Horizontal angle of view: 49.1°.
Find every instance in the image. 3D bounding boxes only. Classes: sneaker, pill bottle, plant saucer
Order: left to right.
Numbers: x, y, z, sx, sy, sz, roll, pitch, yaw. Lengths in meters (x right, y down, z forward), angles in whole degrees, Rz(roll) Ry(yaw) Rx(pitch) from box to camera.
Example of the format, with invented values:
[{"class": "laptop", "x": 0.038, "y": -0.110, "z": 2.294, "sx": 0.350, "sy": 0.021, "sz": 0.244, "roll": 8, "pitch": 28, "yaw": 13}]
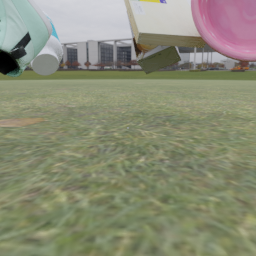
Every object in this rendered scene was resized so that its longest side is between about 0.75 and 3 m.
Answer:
[{"class": "sneaker", "x": -2.665, "y": -2.236, "z": 4.839, "sx": 1.088, "sy": 2.956, "sz": 1.743, "roll": -18, "pitch": 44, "yaw": 31}, {"class": "pill bottle", "x": -3.020, "y": -2.887, "z": 9.564, "sx": 1.363, "sy": 1.363, "sz": 2.461, "roll": -6, "pitch": 49, "yaw": -26}, {"class": "plant saucer", "x": 2.734, "y": -2.782, "z": 6.033, "sx": 2.705, "sy": 2.705, "sz": 0.686, "roll": 3, "pitch": 8, "yaw": 12}]

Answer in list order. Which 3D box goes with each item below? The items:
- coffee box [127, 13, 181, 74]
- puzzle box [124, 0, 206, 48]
[{"class": "coffee box", "x": 0.789, "y": -2.936, "z": 8.800, "sx": 1.202, "sy": 2.126, "sz": 0.849, "roll": -18, "pitch": -27, "yaw": 19}, {"class": "puzzle box", "x": 0.870, "y": -3.021, "z": 7.374, "sx": 1.738, "sy": 0.332, "sz": 2.612, "roll": 0, "pitch": 49, "yaw": -12}]
